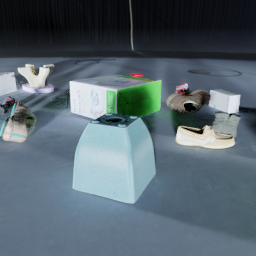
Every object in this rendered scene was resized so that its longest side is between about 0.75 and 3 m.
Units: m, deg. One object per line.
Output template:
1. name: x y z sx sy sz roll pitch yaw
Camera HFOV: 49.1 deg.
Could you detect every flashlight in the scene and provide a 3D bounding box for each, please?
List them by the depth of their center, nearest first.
1. flashlight: -5.279 -0.974 11.997 0.485 0.487 1.434 -1 19 -1

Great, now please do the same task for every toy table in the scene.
1. toy table: -5.216 -2.878 16.125 2.368 1.387 2.177 12 23 29

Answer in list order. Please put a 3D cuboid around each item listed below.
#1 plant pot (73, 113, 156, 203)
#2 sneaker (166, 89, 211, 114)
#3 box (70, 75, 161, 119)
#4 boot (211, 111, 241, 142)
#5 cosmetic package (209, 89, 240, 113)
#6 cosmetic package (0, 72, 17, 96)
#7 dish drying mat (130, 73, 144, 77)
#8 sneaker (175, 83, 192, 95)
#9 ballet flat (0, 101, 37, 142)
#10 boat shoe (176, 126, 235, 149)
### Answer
1. plant pot: -0.262 0.500 6.198 1.479 1.506 1.475 8 20 22
2. sneaker: 2.760 -0.979 11.863 2.527 0.890 0.954 -11 47 -33
3. box: -0.464 -1.271 11.497 2.537 1.390 2.875 17 24 37
4. boot: 2.719 -0.096 8.753 1.443 0.942 0.489 5 20 13
5. cosmetic package: 4.168 -1.182 12.166 0.561 0.780 1.383 -6 18 -17
6. cosmetic package: -7.809 -2.487 15.403 2.790 1.132 1.574 7 21 16
7. dish drying mat: 0.390 -2.181 11.575 0.404 0.096 1.052 -6 5 13
8. sneaker: 2.943 -1.644 13.327 1.540 0.866 0.549 13 23 33
9. ballet flat: -3.590 -0.175 9.439 0.896 0.907 2.664 16 19 -18
10. boat shoe: 2.312 0.223 8.364 1.717 0.594 0.633 3 19 8
